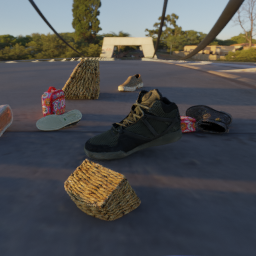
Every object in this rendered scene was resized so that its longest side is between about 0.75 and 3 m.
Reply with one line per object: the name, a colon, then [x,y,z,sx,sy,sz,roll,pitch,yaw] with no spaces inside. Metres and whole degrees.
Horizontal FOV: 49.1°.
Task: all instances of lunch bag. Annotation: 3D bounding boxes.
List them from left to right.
lunch bag: [-2.623,-0.938,9.893,0.489,1.051,1.193,2,17,8]
lunch bag: [1.452,-0.130,8.386,1.007,0.412,0.887,-2,12,-9]

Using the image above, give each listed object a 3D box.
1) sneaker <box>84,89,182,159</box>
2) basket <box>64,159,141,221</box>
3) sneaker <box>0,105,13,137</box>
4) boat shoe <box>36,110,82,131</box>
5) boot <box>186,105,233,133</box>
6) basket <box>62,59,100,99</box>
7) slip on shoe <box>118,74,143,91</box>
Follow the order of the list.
sneaker: [0.100,-0.142,6.325,2.394,1.371,0.915,-15,28,-13]
basket: [-0.430,1.074,4.414,0.999,0.744,0.713,15,55,41]
sneaker: [-4.005,-0.115,7.742,0.929,0.829,2.324,-8,13,-2]
boat shoe: [-2.102,-0.165,8.581,1.387,0.498,0.469,-16,-14,-27]
boot: [2.355,-0.266,8.500,1.630,0.564,1.419,12,20,28]
basket: [-2.337,-2.474,13.756,1.886,1.807,2.532,0,16,-3]
slip on shoe: [0.195,-2.606,16.036,0.953,0.759,2.506,9,19,27]
